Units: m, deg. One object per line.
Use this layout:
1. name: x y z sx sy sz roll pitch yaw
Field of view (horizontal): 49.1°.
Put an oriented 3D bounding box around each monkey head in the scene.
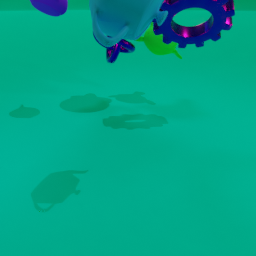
1. monkey head: 1.085 -2.739 8.781 1.705 1.028 1.227 27 5 16

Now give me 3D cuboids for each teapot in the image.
1. teapot: 0.110 -1.466 3.150 0.786 0.999 1.606 34 63 1
2. teapot: -1.870 -3.137 6.668 0.922 0.726 1.483 18 -2 -34

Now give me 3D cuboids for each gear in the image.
1. gear: 1.428 -2.464 6.266 1.767 1.767 0.327 2 69 4

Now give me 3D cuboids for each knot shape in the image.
1. knot shape: -0.505 -2.752 8.641 0.662 1.341 1.433 -42 20 -29
